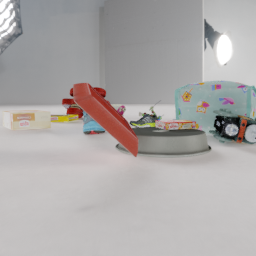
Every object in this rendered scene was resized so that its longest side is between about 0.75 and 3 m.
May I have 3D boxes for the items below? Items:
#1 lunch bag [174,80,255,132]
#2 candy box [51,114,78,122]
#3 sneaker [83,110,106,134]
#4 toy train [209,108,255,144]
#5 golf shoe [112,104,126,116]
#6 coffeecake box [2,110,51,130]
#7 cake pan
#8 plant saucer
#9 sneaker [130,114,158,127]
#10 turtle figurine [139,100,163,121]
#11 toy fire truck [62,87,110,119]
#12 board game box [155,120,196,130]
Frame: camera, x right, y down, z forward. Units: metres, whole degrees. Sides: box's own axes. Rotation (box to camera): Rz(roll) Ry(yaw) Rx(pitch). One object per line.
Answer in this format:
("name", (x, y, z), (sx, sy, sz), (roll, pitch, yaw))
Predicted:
("lunch bag", (3.063, -0.762, 9.462), (2.372, 1.698, 2.784), (3, 13, 27))
("candy box", (-3.702, -0.471, 13.116), (2.449, 0.323, 1.252), (1, 4, 10))
("sneaker", (-1.054, -0.417, 9.219), (0.859, 1.035, 2.166), (-1, 6, -9))
("toy train", (2.730, -0.034, 7.124), (1.110, 0.830, 1.948), (10, 8, 9))
("golf shoe", (-0.884, -0.819, 12.592), (1.054, 0.867, 2.303), (32, 16, 19))
("coffeecake box", (-3.743, -0.321, 10.274), (1.308, 0.622, 1.703), (-4, 7, -34))
("cake pan", (0.758, 0.249, 6.127), (2.085, 0.382, 2.085), (0, 6, 0))
("plant saucer", (-0.371, -0.248, 4.970), (1.400, 0.257, 1.397), (44, 6, -21))
("sneaker", (0.599, -0.284, 10.541), (1.215, 0.492, 0.449), (-4, 7, -31))
("turtle figurine", (1.027, -0.554, 12.113), (0.994, 1.026, 0.738), (-2, -29, 21))
("toy fire truck", (-2.082, -1.083, 15.089), (2.623, 1.471, 2.203), (2, -18, 9))
("board game box", (1.101, -0.077, 6.521), (0.765, 0.177, 0.579), (-2, 6, -19))
